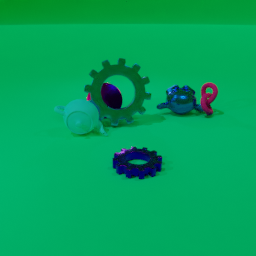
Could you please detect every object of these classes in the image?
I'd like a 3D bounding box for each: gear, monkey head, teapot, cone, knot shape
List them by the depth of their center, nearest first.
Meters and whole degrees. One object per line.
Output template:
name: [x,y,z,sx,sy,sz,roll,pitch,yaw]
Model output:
gear: [0.223,0.803,6.684,1.176,0.217,1.176,1,23,0]
teapot: [-1.352,-0.249,8.266,1.712,1.064,0.838,25,26,-15]
gear: [-0.323,-1.133,8.873,2.070,2.070,0.383,-2,10,-4]
knot shape: [2.834,-0.967,10.080,0.542,1.174,1.098,11,-13,7]
monkey head: [1.888,-0.886,10.187,1.758,1.265,1.059,3,59,1]
cone: [-0.806,-0.918,10.356,1.257,1.257,1.262,0,-4,1]
